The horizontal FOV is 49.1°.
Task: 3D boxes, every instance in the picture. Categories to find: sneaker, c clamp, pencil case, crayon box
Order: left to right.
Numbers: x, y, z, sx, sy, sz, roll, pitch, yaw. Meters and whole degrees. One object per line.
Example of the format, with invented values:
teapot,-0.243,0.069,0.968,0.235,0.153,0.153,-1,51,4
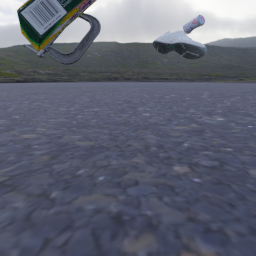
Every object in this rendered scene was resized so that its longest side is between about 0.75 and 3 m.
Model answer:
c clamp,-2.340,-3.433,10.379,2.179,2.551,0.346,39,-9,17
crayon box,-1.361,-2.887,6.405,2.392,0.697,2.064,-44,17,-8
sneaker,1.004,-1.626,5.271,1.170,0.411,0.469,28,71,41
pencil case,2.573,-4.044,10.973,0.390,0.425,0.938,-17,0,-32
